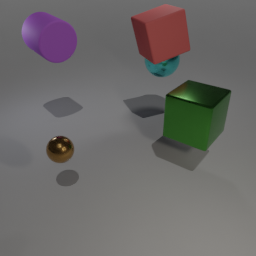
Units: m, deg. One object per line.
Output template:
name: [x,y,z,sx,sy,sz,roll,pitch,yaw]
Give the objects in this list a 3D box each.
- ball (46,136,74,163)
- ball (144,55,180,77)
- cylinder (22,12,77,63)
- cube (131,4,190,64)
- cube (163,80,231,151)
ball: [-1.718,0.544,7.110,0.700,0.700,0.700,0,31,0]
ball: [1.358,-2.729,11.167,1.400,1.400,1.400,0,31,0]
cylinder: [-2.693,-3.118,9.610,1.400,1.400,1.400,-22,42,-33]
cube: [1.103,-3.226,9.568,1.400,1.400,1.400,-23,34,-8]
cube: [2.001,-0.419,8.224,1.400,1.400,1.400,21,37,31]
